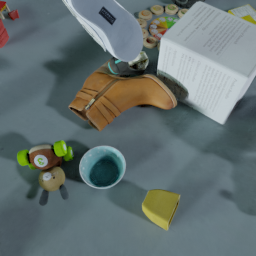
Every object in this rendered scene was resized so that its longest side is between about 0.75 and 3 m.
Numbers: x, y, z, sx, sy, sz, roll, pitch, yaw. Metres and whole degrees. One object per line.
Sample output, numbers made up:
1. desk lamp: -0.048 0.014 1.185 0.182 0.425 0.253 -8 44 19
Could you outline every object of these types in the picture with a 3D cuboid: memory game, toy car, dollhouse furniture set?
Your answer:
1. memory game: 1.508 -3.823 10.579 2.728 0.174 2.728 0 59 0
2. toy car: -1.976 1.184 7.060 1.163 1.117 1.416 -15 70 3
3. dollhouse furniture set: -4.817 -4.015 10.291 1.138 0.860 2.114 12 59 7

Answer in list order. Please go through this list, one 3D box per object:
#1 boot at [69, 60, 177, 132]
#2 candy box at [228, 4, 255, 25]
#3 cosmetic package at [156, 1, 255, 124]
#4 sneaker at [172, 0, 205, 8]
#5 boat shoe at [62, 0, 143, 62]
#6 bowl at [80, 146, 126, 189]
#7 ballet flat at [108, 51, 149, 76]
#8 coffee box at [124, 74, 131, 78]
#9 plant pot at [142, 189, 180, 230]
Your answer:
1. boot: -0.176 -0.708 8.273 2.756 1.015 2.132 29 66 21
2. candy box: 4.685 -3.981 10.634 0.934 0.241 1.827 -18 60 -11
3. cosmetic package: 2.439 -1.904 8.260 2.502 2.094 2.081 33 63 17
4. sneaker: 1.869 -5.837 11.349 2.893 1.098 1.313 27 54 12
5. boat shoe: -0.586 -2.190 5.620 1.009 2.368 0.875 42 100 33
6. bowl: -0.638 1.111 7.285 1.173 0.614 1.173 0 58 -1
7. ballet flat: 0.212 -1.971 8.546 0.712 0.716 2.093 62 30 -1
8. coffee box: -0.370 -1.823 9.329 0.935 0.206 0.575 14 60 9
9. plant pot: 0.761 1.892 6.770 0.755 0.733 0.738 22 61 19
